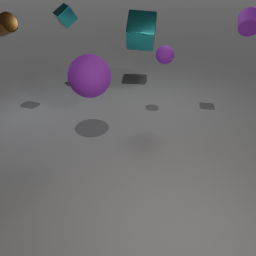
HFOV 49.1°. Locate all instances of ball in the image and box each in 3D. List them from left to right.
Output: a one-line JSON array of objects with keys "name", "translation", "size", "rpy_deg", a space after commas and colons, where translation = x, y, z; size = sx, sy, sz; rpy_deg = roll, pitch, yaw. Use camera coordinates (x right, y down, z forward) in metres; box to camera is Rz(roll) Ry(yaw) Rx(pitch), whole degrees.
[{"name": "ball", "translation": [-1.248, -1.678, 9.078], "size": [1.400, 1.400, 1.400], "rpy_deg": [0, 28, 0]}, {"name": "ball", "translation": [1.401, -2.773, 10.613], "size": [0.700, 0.700, 0.700], "rpy_deg": [0, 28, 0]}]

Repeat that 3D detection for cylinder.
[{"name": "cylinder", "translation": [-4.380, -3.647, 9.857], "size": [0.700, 0.700, 0.700], "rpy_deg": [-2, 23, 36]}, {"name": "cylinder", "translation": [4.153, -3.646, 9.632], "size": [0.700, 0.700, 0.700], "rpy_deg": [7, 59, 13]}]

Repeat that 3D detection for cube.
[{"name": "cube", "translation": [-2.837, -5.076, 12.665], "size": [0.700, 0.700, 0.700], "rpy_deg": [-42, 48, -3]}, {"name": "cube", "translation": [0.671, -4.897, 14.140], "size": [1.400, 1.400, 1.400], "rpy_deg": [6, 71, 4]}]
